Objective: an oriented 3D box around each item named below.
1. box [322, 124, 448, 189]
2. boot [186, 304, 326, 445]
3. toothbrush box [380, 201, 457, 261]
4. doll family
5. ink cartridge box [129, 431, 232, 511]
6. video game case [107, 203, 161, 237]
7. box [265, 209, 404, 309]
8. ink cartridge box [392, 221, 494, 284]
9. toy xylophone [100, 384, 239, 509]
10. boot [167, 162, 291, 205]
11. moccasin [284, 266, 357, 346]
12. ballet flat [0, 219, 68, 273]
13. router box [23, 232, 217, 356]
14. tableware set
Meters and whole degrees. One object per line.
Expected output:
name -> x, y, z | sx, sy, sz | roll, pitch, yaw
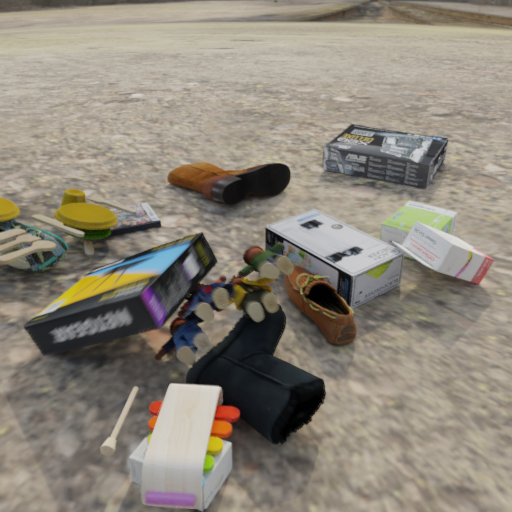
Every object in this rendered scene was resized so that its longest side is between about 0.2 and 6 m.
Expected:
box -> 3.759, -2.958, 16.278 | 3.046, 0.758, 2.402 | 15, 33, 24
boot -> 0.287, 1.615, 8.065 | 1.777, 0.808, 2.115 | 18, 40, 35
toothbrush box -> 3.503, -0.541, 12.087 | 1.122, 0.663, 1.541 | 19, 35, 31
doll family -> -0.536, 0.727, 8.794 | 2.600, 1.020, 1.503 | -26, 18, -13
ink cartridge box -> -0.904, 2.524, 6.849 | 1.039, 0.455, 0.755 | 15, 32, 21
video game case -> -3.027, -0.870, 13.187 | 1.308, 0.167, 1.182 | -13, 32, -22
box -> 1.487, -0.020, 11.070 | 1.457, 0.751, 2.499 | -20, 35, -31
ink cartridge box -> 3.529, -0.089, 10.602 | 1.757, 0.593, 1.023 | 14, 20, -37
toy xylophone -> -1.011, 2.128, 6.762 | 1.356, 0.465, 1.852 | 7, 26, 11
boot -> -0.706, -2.088, 15.025 | 2.471, 0.899, 2.625 | -29, 32, -29
moccasin -> 1.065, 0.698, 9.753 | 0.747, 0.789, 2.043 | -8, 30, -14
ballet flat -> -5.078, -0.323, 11.546 | 2.772, 1.029, 1.029 | 18, 34, 35
router box -> -2.115, 0.604, 8.923 | 2.575, 0.657, 1.920 | -17, 20, 30
tableware set -> -4.736, -0.614, 11.531 | 2.882, 0.657, 4.278 | 19, 23, 15
